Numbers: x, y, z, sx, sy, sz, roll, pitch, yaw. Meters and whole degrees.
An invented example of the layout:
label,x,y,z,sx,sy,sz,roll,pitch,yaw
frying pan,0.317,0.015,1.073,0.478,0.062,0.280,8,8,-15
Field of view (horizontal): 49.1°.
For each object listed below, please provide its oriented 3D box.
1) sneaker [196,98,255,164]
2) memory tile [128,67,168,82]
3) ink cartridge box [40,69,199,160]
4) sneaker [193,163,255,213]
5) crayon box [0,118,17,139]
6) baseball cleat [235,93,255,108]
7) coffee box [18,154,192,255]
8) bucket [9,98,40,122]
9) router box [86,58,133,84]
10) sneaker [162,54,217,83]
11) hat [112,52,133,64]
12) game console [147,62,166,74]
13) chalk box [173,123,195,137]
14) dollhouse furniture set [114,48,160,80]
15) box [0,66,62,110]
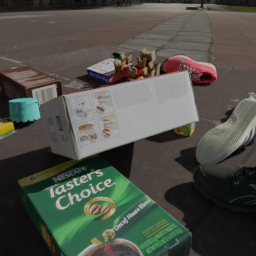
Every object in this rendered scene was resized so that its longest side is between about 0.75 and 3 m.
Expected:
label,x,y,z,sx,sy,sz,roll,pitch,yaw
sneaker,2.650,0.297,6.996,2.318,0.980,0.869,-39,41,-16
memory tile,1.086,-2.272,12.397,2.207,0.242,2.879,-1,28,-1
ink cartridge box,-0.381,-0.339,6.581,2.941,1.233,2.582,-16,7,-28
sneaker,2.601,1.040,5.134,2.825,1.120,1.065,15,33,29
crayon box,-3.735,-0.020,8.077,0.941,0.243,0.592,19,33,31
baseball cleat,3.984,-0.610,9.009,0.855,0.560,1.606,25,46,29
coffee box,-0.574,1.483,4.758,1.741,0.623,2.831,-19,33,-30
bucket,-3.147,-0.559,8.514,0.935,0.608,0.935,-3,15,1
router box,-0.818,-2.607,12.611,1.440,0.392,1.604,-33,41,-31
sneaker,2.667,-2.444,11.828,2.443,0.900,1.060,8,35,-7
hat,-0.546,-2.886,13.672,1.157,1.230,1.397,26,-5,30
game console,1.291,-2.843,13.074,0.966,0.197,1.637,-5,28,-7
chalk box,1.620,-0.242,7.899,0.497,0.797,0.494,14,31,25
dollhouse furniture set,0.536,-2.536,11.767,1.744,0.898,1.725,21,50,22
box,-3.589,-1.479,10.139,1.293,0.968,2.583,-22,36,-36
